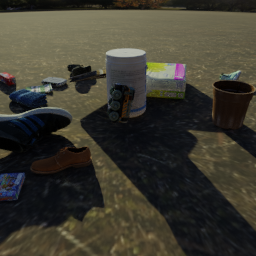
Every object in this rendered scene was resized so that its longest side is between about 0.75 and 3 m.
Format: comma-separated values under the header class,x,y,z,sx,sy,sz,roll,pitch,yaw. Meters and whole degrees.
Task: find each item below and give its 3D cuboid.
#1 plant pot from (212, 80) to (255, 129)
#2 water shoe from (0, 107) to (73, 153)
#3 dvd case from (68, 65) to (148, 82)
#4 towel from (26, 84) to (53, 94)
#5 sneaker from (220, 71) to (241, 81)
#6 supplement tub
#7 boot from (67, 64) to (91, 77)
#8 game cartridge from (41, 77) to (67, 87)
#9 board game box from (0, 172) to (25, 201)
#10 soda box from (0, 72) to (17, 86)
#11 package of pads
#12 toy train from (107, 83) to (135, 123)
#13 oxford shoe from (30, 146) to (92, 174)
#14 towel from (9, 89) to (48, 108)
class,x,y,z,sx,sy,sz,roll,pitch,yaw
plant pot,3.238,-0.717,8.840,1.281,1.269,1.281,0,27,0
water shoe,-2.851,0.188,7.769,2.804,1.003,1.107,-9,60,-26
dvd case,-0.770,-2.153,11.036,2.583,0.206,1.921,-17,11,-41
towel,-3.733,-1.637,11.768,1.060,0.163,0.791,-9,28,-16
sneaker,4.652,-2.385,12.781,0.790,0.493,1.340,22,37,25
supplement tub,-0.051,-1.519,9.480,1.367,2.072,1.367,0,28,0
boot,-2.583,-2.798,13.613,1.081,0.517,1.432,12,24,26
game cartridge,-3.296,-2.089,12.608,1.011,0.205,0.674,12,34,21
board game box,-2.655,1.296,6.228,0.544,0.138,0.803,-2,28,-5
soda box,-5.490,-2.242,12.722,0.374,0.339,1.070,-24,36,-38
package of pads,1.458,-2.089,11.866,1.948,0.860,2.522,5,28,9
toy train,-0.211,-0.722,8.452,0.719,1.261,0.537,2,21,-17
oxford shoe,-1.653,0.734,6.898,1.500,0.535,0.535,-12,32,-18
towel,-3.812,-1.161,10.652,1.469,0.356,0.820,19,34,32
